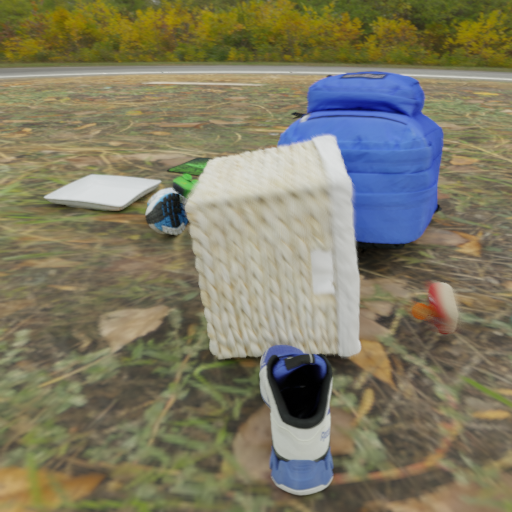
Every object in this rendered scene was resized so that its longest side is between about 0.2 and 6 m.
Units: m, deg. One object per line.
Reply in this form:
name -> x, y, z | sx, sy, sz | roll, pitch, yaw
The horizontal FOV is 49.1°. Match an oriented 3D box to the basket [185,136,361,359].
basket -> 0.337, -0.202, 8.719 | 2.209, 2.722, 2.746 | -5, 23, 5

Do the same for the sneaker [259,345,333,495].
sneaker -> 0.533, 1.551, 6.749 | 0.902, 1.289, 2.232 | 0, 24, -3

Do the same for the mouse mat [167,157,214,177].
mouse mat -> -1.356, -2.832, 18.063 | 2.500, 0.094, 2.011 | 12, 27, 24

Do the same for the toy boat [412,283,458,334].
toy boat -> 2.712, 0.821, 8.585 | 0.631, 0.965, 0.630 | -10, 58, 10

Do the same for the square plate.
square plate -> -4.096, -1.708, 15.227 | 2.295, 0.330, 2.317 | 7, 25, 16

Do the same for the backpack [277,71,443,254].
backpack -> 2.125, -2.063, 12.093 | 3.461, 3.574, 4.260 | 3, 22, 23

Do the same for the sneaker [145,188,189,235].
sneaker -> -2.163, -1.102, 13.335 | 1.142, 0.987, 2.634 | 0, 15, 15

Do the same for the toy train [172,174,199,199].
toy train -> -1.099, -1.241, 12.507 | 1.864, 0.389, 0.526 | 34, 46, 19
